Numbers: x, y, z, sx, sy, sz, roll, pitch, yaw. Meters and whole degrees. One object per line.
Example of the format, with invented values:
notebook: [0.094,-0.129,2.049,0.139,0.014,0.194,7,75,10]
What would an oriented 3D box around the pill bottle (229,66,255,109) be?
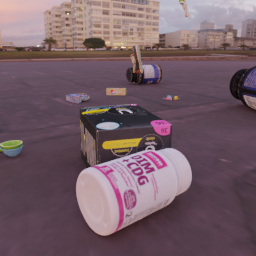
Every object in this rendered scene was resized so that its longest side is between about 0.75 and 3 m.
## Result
pill bottle: [4.778,-1.301,9.435,1.561,1.561,2.790,-5,17,-16]

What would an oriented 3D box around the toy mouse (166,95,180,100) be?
toy mouse: [1.789,-1.294,11.948,0.667,0.145,0.750,8,18,24]

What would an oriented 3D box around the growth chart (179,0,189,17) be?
growth chart: [1.326,-3.772,7.237,0.183,1.491,2.060,-8,2,19]

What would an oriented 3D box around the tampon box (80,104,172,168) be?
tampon box: [-0.136,0.248,5.009,1.223,1.030,1.632,-6,17,-18]

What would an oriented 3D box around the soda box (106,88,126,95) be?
soda box: [-0.540,-1.692,13.030,0.910,0.308,0.291,2,16,8]

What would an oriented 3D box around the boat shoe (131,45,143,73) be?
boat shoe: [0.229,-2.019,8.299,0.304,0.972,0.346,3,52,16]

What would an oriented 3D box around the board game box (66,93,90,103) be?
board game box: [-2.011,-1.208,11.446,0.841,0.259,0.840,-8,19,-26]

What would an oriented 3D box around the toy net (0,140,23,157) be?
toy net: [-2.791,0.525,5.409,0.754,0.278,1.438,11,20,34]

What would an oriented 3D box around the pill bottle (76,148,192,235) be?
pill bottle: [0.126,0.743,3.676,1.423,0.807,0.807,-13,21,-38]

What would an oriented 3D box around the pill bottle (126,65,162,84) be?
pill bottle: [0.954,-3.221,16.845,2.007,1.123,1.123,-8,18,-24]
